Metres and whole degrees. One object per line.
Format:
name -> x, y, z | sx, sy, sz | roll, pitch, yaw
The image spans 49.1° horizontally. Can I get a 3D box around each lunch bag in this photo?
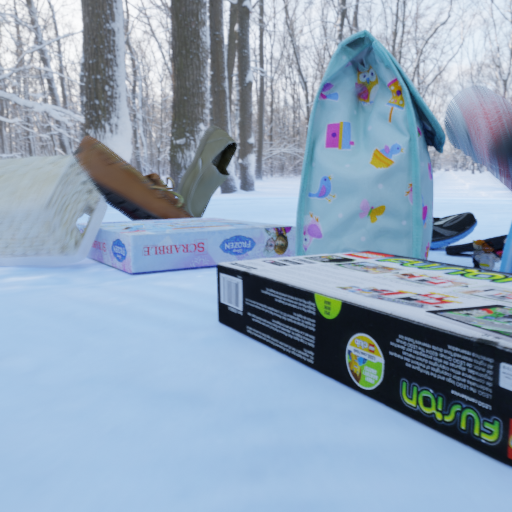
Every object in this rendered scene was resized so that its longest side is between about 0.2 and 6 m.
lunch bag -> 1.526, -1.182, 7.330 | 1.791, 2.937, 2.502 | 2, 7, 18

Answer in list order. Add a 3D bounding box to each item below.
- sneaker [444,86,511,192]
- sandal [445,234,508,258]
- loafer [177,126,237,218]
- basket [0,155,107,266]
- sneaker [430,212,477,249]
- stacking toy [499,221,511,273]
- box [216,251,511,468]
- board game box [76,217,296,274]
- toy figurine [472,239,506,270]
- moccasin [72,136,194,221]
sneaker -> 3.322, -1.172, 6.933 | 2.521, 0.842, 1.351 | 28, 21, -36
sandal -> 4.224, -0.111, 9.119 | 2.217, 0.500, 0.833 | -13, -8, 39
loafer -> -1.155, -1.903, 13.290 | 0.800, 2.371, 0.902 | 21, 5, 32
basket -> -3.371, -0.685, 8.219 | 1.861, 1.148, 1.261 | -1, 48, 13
sneaker -> 2.834, -0.688, 10.657 | 2.630, 1.090, 0.933 | 2, 9, 14
stacking toy -> 3.154, 0.238, 4.152 | 1.409, 1.333, 2.428 | 0, 19, -23
box -> 1.201, 0.450, 3.983 | 1.786, 0.563, 3.245 | -4, 9, -29
board game box -> -1.252, -0.258, 9.337 | 2.782, 0.572, 2.775 | -5, 9, -31
toy figurine -> 3.430, -0.023, 7.899 | 0.701, 0.495, 0.712 | 1, 8, 10
moccasin -> -2.211, -1.243, 11.101 | 3.111, 1.201, 1.138 | 30, -23, -29
